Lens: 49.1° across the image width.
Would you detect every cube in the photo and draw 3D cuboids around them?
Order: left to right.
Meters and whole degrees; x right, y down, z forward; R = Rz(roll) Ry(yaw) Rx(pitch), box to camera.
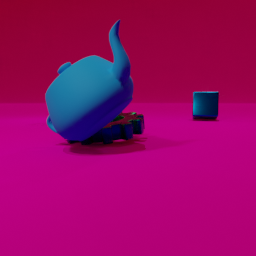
[{"bbox_3d":[2.765,-0.785,10.045,0.867,0.867,0.867,2,-6,13],"label":"cube"}]

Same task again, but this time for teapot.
[{"bbox_3d":[-0.540,-0.504,3.807,2.008,0.983,1.249,-41,-2,35],"label":"teapot"}]

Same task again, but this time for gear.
[{"bbox_3d":[-0.425,-0.029,5.011,1.424,0.263,1.424,-5,13,1],"label":"gear"}]
